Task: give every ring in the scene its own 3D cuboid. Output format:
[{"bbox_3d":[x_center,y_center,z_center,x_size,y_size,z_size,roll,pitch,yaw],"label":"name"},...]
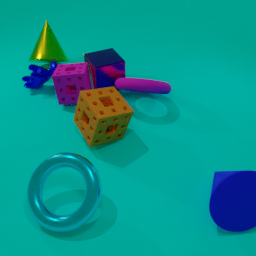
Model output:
[{"bbox_3d":[-1.468,1.432,6.392,1.781,0.356,1.781,-3,73,10],"label":"ring"},{"bbox_3d":[0.511,-1.406,9.438,1.907,0.381,1.907,6,6,-1],"label":"ring"}]

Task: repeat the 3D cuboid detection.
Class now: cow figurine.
[{"bbox_3d":[-3.073,-1.917,10.361,1.303,1.324,0.727,4,53,-46],"label":"cow figurine"}]

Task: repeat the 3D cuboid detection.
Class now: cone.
[{"bbox_3d":[-3.193,-3.471,11.148,1.581,1.587,1.581,-2,9,0],"label":"cone"},{"bbox_3d":[2.389,1.382,6.726,1.501,1.501,1.507,-5,17,-5],"label":"cone"}]

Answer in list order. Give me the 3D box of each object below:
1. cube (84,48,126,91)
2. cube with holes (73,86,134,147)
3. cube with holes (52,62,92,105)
[{"bbox_3d":[-0.851,-2.091,10.366,1.176,1.176,1.176,-18,45,-19],"label":"cube"},{"bbox_3d":[-0.735,-0.343,8.035,1.126,1.126,1.126,-14,53,-35],"label":"cube with holes"},{"bbox_3d":[-1.884,-1.543,9.668,1.052,1.052,1.052,-5,33,2],"label":"cube with holes"}]
